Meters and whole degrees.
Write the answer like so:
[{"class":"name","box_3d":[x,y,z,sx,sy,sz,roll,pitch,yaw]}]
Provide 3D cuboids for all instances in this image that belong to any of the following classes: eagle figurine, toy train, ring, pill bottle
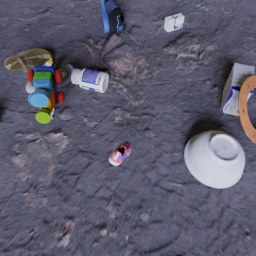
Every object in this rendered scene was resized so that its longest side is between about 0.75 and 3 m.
[{"class":"eagle figurine","box_3d":[-3.496,-2.460,12.323,2.142,1.616,1.625,-14,91,-53]},{"class":"toy train","box_3d":[-2.898,-0.738,9.997,1.118,2.641,1.528,1,46,-5]},{"class":"ring","box_3d":[4.874,-0.673,10.587,2.601,0.250,2.601,5,81,-35]},{"class":"pill bottle","box_3d":[-1.654,-2.110,12.174,1.473,0.882,0.882,14,56,10]}]

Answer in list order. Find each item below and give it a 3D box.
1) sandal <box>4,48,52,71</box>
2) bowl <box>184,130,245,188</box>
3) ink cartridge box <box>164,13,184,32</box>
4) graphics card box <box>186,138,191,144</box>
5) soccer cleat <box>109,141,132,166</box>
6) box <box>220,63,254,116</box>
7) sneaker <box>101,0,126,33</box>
[{"class":"sandal","box_3d":[-4.679,-3.254,13.144,2.158,0.867,0.583,-15,34,-5]},{"class":"bowl","box_3d":[3.173,0.890,9.769,2.207,0.992,2.207,4,58,-7]},{"class":"ink cartridge box","box_3d":[2.431,-5.549,14.759,0.941,0.683,0.394,-20,57,-14]},{"class":"graphics card box","box_3d":[2.877,0.834,10.395,1.368,0.348,0.858,2,55,3]},{"class":"soccer cleat","box_3d":[-0.132,0.655,8.269,0.436,0.468,1.279,36,29,6]},{"class":"box","box_3d":[4.459,-1.561,11.432,0.827,1.449,1.575,15,56,10]},{"class":"sneaker","box_3d":[-0.822,-6.248,15.117,1.166,1.049,2.992,-4,61,-6]}]
